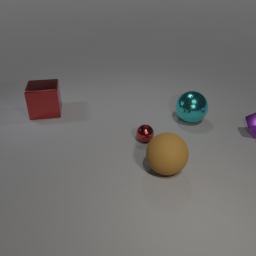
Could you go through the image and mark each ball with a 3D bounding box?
[{"bbox_3d":[0.676,0.208,11.032,0.700,0.700,0.700,0,30,0],"label":"ball"},{"bbox_3d":[1.291,0.847,9.228,1.400,1.400,1.400,0,30,0],"label":"ball"},{"bbox_3d":[2.789,-0.920,12.268,1.400,1.400,1.400,0,30,0],"label":"ball"}]

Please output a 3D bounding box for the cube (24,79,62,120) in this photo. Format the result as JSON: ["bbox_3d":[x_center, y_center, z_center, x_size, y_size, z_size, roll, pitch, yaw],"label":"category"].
[{"bbox_3d":[-3.888,-1.353,13.001,1.400,1.400,1.400,-5,31,-8],"label":"cube"}]

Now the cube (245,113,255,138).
[{"bbox_3d":[5.227,-0.145,11.234,0.700,0.700,0.700,-25,36,28],"label":"cube"}]
